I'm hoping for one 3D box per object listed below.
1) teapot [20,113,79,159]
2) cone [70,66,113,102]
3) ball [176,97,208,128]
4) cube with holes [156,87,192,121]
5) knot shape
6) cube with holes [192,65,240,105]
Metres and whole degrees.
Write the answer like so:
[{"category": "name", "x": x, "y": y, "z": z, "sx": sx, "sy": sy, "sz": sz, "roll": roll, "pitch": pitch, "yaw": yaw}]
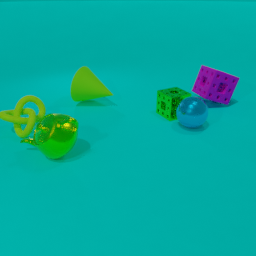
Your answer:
[{"category": "teapot", "x": -1.822, "y": 0.152, "z": 6.651, "sx": 1.803, "sy": 0.883, "sz": 1.121, "roll": -23, "pitch": 52, "yaw": 32}, {"category": "cone", "x": -1.062, "y": -1.307, "z": 9.532, "sx": 1.280, "sy": 1.275, "sz": 1.275, "roll": 20, "pitch": 32, "yaw": 17}, {"category": "ball", "x": 1.841, "y": -0.448, "z": 8.050, "sx": 0.905, "sy": 0.905, "sz": 0.905, "roll": 0, "pitch": 27, "yaw": 0}, {"category": "cube with holes", "x": 1.435, "y": -0.777, "z": 8.881, "sx": 0.771, "sy": 0.771, "sz": 0.771, "roll": -14, "pitch": 30, "yaw": -25}, {"category": "knot shape", "x": -2.986, "y": -0.345, "z": 7.783, "sx": 1.160, "sy": 0.573, "sz": 1.239, "roll": 5, "pitch": 55, "yaw": 6}, {"category": "cube with holes", "x": 2.989, "y": -1.491, "z": 9.655, "sx": 0.966, "sy": 0.966, "sz": 0.966, "roll": 12, "pitch": 19, "yaw": -20}]
